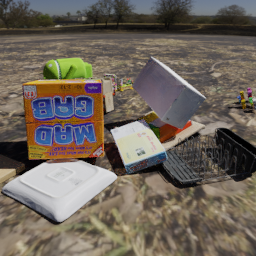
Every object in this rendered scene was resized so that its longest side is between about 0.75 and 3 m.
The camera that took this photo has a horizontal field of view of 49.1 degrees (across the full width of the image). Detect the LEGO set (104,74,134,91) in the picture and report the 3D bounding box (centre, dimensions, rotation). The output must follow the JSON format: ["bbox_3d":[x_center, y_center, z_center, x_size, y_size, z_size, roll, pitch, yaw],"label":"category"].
[{"bbox_3d":[-0.548,-2.723,16.263,2.506,0.933,1.153,-1,23,-1],"label":"LEGO set"}]

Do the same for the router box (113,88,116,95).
[{"bbox_3d":[-1.371,-2.016,15.378,1.166,0.362,0.874,-10,26,-21],"label":"router box"}]

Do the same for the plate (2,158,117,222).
[{"bbox_3d":[-1.825,1.395,7.644,2.286,0.370,2.281,15,27,31],"label":"plate"}]

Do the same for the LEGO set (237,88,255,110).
[{"bbox_3d":[5.710,-1.492,13.537,0.717,0.771,1.879,-11,21,17],"label":"LEGO set"}]

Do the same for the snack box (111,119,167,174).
[{"bbox_3d":[0.284,0.515,9.088,1.275,0.407,2.196,-19,31,-5],"label":"snack box"}]

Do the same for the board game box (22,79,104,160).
[{"bbox_3d":[-1.907,-0.403,8.958,2.194,2.192,2.192,-2,12,-6],"label":"board game box"}]

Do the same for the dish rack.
[{"bbox_3d":[2.355,0.824,8.513,2.713,0.740,2.081,-7,24,-14],"label":"dish rack"}]

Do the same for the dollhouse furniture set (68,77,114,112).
[{"bbox_3d":[-2.198,-1.540,13.198,2.910,1.516,2.942,2,14,23],"label":"dollhouse furniture set"}]

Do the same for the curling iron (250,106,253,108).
[{"bbox_3d":[6.316,-0.978,13.321,0.997,0.127,0.247,6,24,15],"label":"curling iron"}]

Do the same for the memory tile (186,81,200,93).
[{"bbox_3d":[2.746,-2.287,16.154,2.155,0.236,2.812,-3,24,-7],"label":"memory tile"}]

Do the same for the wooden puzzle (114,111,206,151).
[{"bbox_3d":[1.203,-0.080,10.692,2.669,0.497,2.469,-23,32,-35],"label":"wooden puzzle"}]

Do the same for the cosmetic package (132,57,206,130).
[{"bbox_3d":[1.385,-1.361,10.385,1.163,1.475,2.742,22,23,-36],"label":"cosmetic package"}]

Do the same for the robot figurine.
[{"bbox_3d":[-3.584,-3.177,16.364,2.921,1.690,2.562,-11,27,-25],"label":"robot figurine"}]

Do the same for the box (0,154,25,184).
[{"bbox_3d":[-4.336,1.344,7.949,1.740,0.226,2.129,13,27,28],"label":"box"}]
